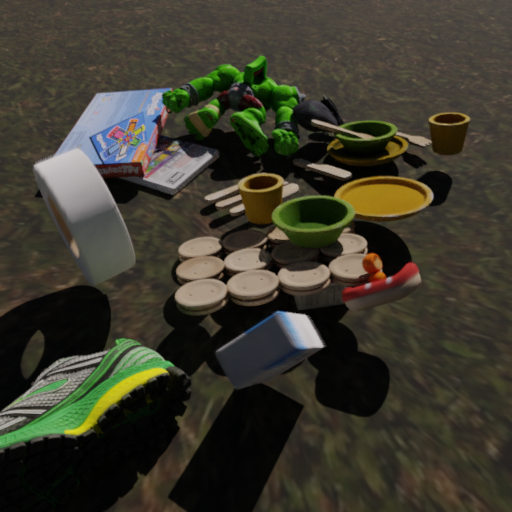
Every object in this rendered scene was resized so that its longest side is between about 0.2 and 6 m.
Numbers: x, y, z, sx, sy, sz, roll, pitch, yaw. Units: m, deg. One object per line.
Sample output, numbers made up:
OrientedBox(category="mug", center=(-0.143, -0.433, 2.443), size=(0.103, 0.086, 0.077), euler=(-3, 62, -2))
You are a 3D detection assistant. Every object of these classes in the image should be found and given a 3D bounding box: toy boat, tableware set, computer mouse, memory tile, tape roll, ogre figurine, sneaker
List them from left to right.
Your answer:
OrientedBox(category="sneaker", center=(-2.154, 1.820, 5.854), size=(2.883, 1.125, 1.228), euler=(-22, 36, -37))
OrientedBox(category="tape roll", center=(-2.275, -0.492, 7.416), size=(0.614, 1.754, 1.754), euler=(-29, 47, -22))
OrientedBox(category="ogre figurine", center=(-0.234, -3.081, 11.427), size=(2.929, 1.437, 1.756), euler=(12, 52, 32))
OrientedBox(category="memory tile", center=(0.233, 0.075, 8.010), size=(2.773, 0.233, 2.125), euler=(-10, 27, -3))
OrientedBox(category="computer mouse", center=(1.322, -2.872, 11.298), size=(1.503, 0.396, 1.041), euler=(-14, 69, -47))
OrientedBox(category="tableware set", center=(1.745, -1.588, 9.587), size=(4.897, 0.751, 3.299), euler=(-25, 35, -29))
OrientedBox(category="toy boat", center=(1.527, 0.284, 7.020), size=(0.994, 0.649, 0.650), euler=(-17, 80, 10))

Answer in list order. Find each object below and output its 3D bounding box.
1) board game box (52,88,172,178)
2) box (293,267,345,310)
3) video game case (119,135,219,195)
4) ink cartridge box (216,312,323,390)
OrientedBox(category="board game box", center=(-2.835, -2.578, 11.458), size=(1.794, 0.339, 3.486), euler=(-3, 38, 6))
OrientedBox(category="box", center=(0.872, 0.444, 7.835), size=(0.685, 0.438, 0.373), euler=(-8, 40, -5))
OrientedBox(category="video game case", center=(-1.723, -1.784, 10.787), size=(1.438, 0.181, 1.578), euler=(19, 44, 22))
OrientedBox(category="ink cartridge box", center=(0.185, 1.043, 6.281), size=(0.839, 1.146, 0.492), euler=(-34, 72, 12))
